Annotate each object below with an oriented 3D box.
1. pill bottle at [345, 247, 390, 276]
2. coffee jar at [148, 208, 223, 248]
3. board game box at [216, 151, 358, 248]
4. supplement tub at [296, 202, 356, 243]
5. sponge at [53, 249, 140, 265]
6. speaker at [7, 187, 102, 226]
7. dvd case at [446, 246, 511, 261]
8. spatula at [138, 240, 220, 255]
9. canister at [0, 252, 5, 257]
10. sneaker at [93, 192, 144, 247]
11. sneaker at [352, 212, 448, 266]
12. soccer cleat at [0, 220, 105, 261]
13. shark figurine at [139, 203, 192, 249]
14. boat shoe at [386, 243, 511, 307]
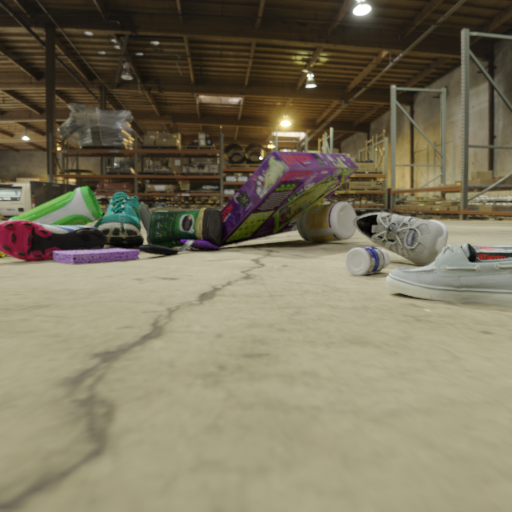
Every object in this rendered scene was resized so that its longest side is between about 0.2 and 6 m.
[{"bbox_3d":[1.701,0.074,8.437,0.419,0.419,0.701,4,5,43],"label":"pill bottle"},{"bbox_3d":[-1.659,-0.655,13.474,1.741,0.908,0.743,-2,-18,17],"label":"coffee jar"},{"bbox_3d":[0.856,-1.616,15.383,2.896,0.779,4.825,-41,-13,27],"label":"board game box"},{"bbox_3d":[1.994,-0.930,15.935,1.074,1.074,1.478,-5,1,-44],"label":"supplement tub"},{"bbox_3d":[-3.007,-0.005,10.601,1.399,0.209,0.781,-5,7,-44],"label":"sponge"},{"bbox_3d":[-4.506,-0.809,12.481,1.994,0.882,0.882,-25,7,-3],"label":"speaker"},{"bbox_3d":[4.381,-0.026,10.410,2.306,0.254,1.684,-1,4,9],"label":"dvd case"},{"bbox_3d":[-1.670,-0.182,12.244,0.796,0.289,2.816,4,6,23],"label":"spatula"},{"bbox_3d":[-5.918,-0.284,11.277,1.546,0.669,1.148,-3,5,-18],"label":"canister"},{"bbox_3d":[-3.448,-0.920,14.000,1.320,1.357,3.407,2,3,-11],"label":"sneaker"},{"bbox_3d":[2.468,-0.332,9.862,0.888,0.810,2.166,10,4,-22],"label":"sneaker"},{"bbox_3d":[-4.090,-0.242,10.970,2.200,0.768,0.950,3,-6,-38],"label":"soccer cleat"},{"bbox_3d":[-2.354,-0.452,14.047,1.747,1.044,0.729,31,39,5],"label":"shark figurine"},{"bbox_3d":[2.277,0.166,6.044,1.759,0.626,0.613,3,6,33],"label":"boat shoe"}]
